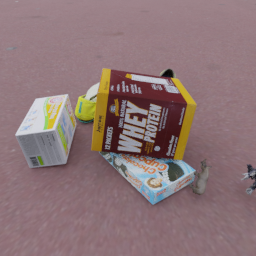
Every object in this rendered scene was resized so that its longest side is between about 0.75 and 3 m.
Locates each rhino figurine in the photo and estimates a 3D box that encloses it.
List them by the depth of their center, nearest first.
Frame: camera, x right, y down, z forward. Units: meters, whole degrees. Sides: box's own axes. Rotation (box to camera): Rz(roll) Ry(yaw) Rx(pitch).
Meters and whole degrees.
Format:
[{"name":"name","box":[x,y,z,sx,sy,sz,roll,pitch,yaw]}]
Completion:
[{"name":"rhino figurine","box":[1.609,1.067,6.104,0.249,0.831,0.364,15,2,-24]}]

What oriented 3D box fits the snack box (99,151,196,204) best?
[{"name":"snack box","box":[0.395,0.813,6.933,1.292,0.412,2.223,-21,40,-32]}]

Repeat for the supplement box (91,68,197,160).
[{"name":"supplement box","box":[0.276,-0.426,6.998,2.130,1.414,2.100,7,25,-5]}]

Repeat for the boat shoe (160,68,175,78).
[{"name":"boat shoe","box":[1.267,-1.463,10.137,0.736,0.616,2.059,19,43,6]}]

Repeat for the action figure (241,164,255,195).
[{"name":"action figure","box":[2.672,1.135,5.961,0.490,0.571,0.961,-31,14,8]}]

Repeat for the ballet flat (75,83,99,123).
[{"name":"ballet flat","box":[-0.762,-1.203,9.574,0.970,0.973,2.903,19,37,23]}]

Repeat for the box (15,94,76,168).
[{"name":"box","box":[-2.097,0.013,7.534,0.971,1.078,1.916,-8,32,4]}]
